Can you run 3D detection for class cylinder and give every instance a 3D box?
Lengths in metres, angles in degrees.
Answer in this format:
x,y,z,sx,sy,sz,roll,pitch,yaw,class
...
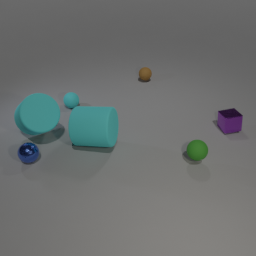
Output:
x,y,z,sx,sy,sz,roll,pitch,yaw,class
-3.358,-0.473,10.306,1.400,1.400,1.400,-22,6,-29,cylinder
-1.177,-0.057,9.891,1.400,1.400,1.400,2,33,13,cylinder

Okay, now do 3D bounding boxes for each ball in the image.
x,y,z,sx,sy,sz,roll,pitch,yaw,class
-3.371,0.837,9.490,0.700,0.700,0.700,0,34,0,ball
0.919,-2.892,14.936,0.700,0.700,0.700,0,34,0,ball
2.301,0.734,9.296,0.700,0.700,0.700,0,34,0,ball
-2.544,-1.254,12.577,0.700,0.700,0.700,0,34,0,ball

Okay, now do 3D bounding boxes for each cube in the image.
x,y,z,sx,sy,sz,roll,pitch,yaw,class
4.012,-0.283,11.055,0.700,0.700,0.700,-10,30,-4,cube
